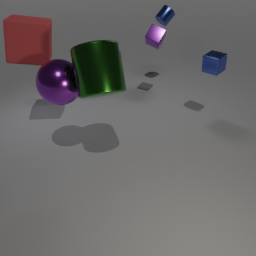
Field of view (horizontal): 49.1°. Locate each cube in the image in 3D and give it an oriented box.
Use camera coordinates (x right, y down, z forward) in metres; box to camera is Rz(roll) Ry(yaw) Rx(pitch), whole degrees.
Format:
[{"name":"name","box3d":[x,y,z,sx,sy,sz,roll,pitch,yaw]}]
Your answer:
[{"name":"cube","box3d":[1.238,-4.104,12.614,0.700,0.700,0.700,28,-4,8]},{"name":"cube","box3d":[-3.439,-3.086,9.810,1.400,1.400,1.400,2,28,-12]},{"name":"cube","box3d":[3.421,-2.583,11.100,0.700,0.700,0.700,27,47,37]}]

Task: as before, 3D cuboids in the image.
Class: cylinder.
[{"name":"cylinder","box3d":[1.796,-5.447,13.580,0.700,0.700,0.700,-51,41,4]},{"name":"cylinder","box3d":[-0.836,-1.633,7.999,1.400,1.400,1.400,-9,5,1]}]

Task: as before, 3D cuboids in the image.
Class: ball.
[{"name":"ball","box3d":[-2.093,-1.393,8.566,1.400,1.400,1.400,0,31,0]}]
